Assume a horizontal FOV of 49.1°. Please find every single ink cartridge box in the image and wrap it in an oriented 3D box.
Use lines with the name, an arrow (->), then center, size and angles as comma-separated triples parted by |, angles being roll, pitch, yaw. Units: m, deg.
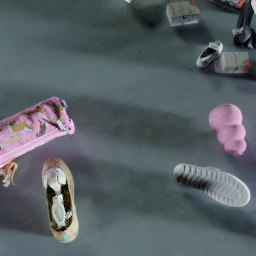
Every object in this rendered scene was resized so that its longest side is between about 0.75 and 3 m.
ink cartridge box -> 2.066, -4.361, 10.621 | 1.083, 0.448, 0.794 | -10, 63, -5
ink cartridge box -> 3.540, -2.243, 9.574 | 1.100, 0.371, 0.641 | -1, 63, -1

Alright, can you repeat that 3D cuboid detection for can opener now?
can opener -> 4.276, -3.837, 10.287 | 0.672, 0.833, 2.119 | -11, 57, 46

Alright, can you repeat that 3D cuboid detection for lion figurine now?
lion figurine -> -3.343, 1.118, 7.582 | 1.382, 0.501, 0.846 | 3, 54, 28

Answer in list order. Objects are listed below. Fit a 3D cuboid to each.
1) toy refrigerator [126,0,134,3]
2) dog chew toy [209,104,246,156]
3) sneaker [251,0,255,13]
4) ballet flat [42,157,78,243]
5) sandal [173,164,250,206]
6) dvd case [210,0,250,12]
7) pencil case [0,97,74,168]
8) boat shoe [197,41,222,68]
toy refrigerator -> 0.507, -5.728, 11.266 | 1.706, 0.597, 0.648 | -35, 61, -17
dog chew toy -> 2.942, 0.075, 8.109 | 0.933, 0.933, 1.498 | -14, 76, -7
sneaker -> 5.289, -3.826, 9.739 | 0.913, 1.029, 2.436 | -25, 84, -25
ballet flat -> -1.791, 1.722, 7.300 | 0.835, 0.773, 2.368 | -18, 64, -9
sandal -> 2.276, 1.407, 7.587 | 2.062, 0.839, 0.507 | 22, 24, 12
dvd case -> 4.208, -5.332, 11.269 | 1.816, 0.200, 1.326 | 29, 66, 13
pencil case -> -2.958, 0.217, 7.592 | 2.952, 1.277, 1.222 | -28, 94, -24
boat shoe -> 2.851, -2.631, 9.720 | 0.476, 0.414, 1.292 | 37, 71, 27
